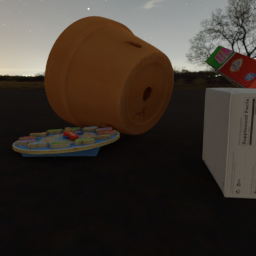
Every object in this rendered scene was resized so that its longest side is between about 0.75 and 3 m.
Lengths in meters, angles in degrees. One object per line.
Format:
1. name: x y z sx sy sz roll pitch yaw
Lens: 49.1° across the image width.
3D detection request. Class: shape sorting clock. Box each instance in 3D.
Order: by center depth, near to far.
1. shape sorting clock: -1.103 0.179 5.150 1.908 0.374 1.908 0 9 0

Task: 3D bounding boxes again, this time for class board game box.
1. board game box: 2.738 -0.790 5.697 1.855 0.489 2.424 33 18 -16

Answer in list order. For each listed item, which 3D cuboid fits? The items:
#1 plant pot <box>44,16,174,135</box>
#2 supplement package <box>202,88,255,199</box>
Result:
1. plant pot: -0.215 -1.002 6.218 1.823 2.605 2.605 25 23 35
2. supplement package: 1.447 0.074 3.471 0.791 1.111 1.426 1 10 5
